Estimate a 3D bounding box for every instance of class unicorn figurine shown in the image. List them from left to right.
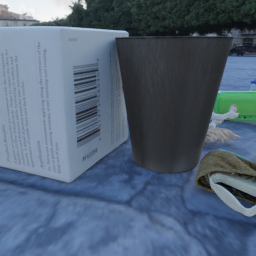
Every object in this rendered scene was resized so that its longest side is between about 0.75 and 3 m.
[{"bbox_3d":[1.266,-0.535,6.442,1.743,0.937,2.538,-15,33,-16],"label":"unicorn figurine"}]

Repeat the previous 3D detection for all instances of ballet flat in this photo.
[{"bbox_3d":[1.752,0.816,3.400,2.184,0.741,0.790,17,44,44],"label":"ballet flat"}]

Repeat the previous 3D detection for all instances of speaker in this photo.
[{"bbox_3d":[3.081,-0.584,7.388,1.829,0.809,0.809,5,17,33],"label":"speaker"}]

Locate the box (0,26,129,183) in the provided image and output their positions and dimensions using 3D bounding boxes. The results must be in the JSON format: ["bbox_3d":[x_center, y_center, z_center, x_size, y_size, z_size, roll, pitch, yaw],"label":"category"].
[{"bbox_3d":[-1.295,-0.635,5.202,1.982,2.302,2.314,7,18,22],"label":"box"}]

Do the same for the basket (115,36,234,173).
[{"bbox_3d":[0.707,-0.450,4.844,1.943,2.155,1.465,8,19,27],"label":"basket"}]

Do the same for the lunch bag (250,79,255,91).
[{"bbox_3d":[5.655,-1.418,10.356,1.967,0.811,1.581,-1,14,-7],"label":"lunch bag"}]
